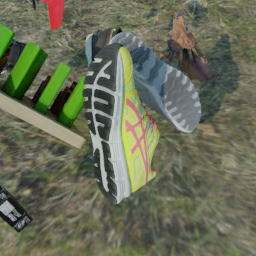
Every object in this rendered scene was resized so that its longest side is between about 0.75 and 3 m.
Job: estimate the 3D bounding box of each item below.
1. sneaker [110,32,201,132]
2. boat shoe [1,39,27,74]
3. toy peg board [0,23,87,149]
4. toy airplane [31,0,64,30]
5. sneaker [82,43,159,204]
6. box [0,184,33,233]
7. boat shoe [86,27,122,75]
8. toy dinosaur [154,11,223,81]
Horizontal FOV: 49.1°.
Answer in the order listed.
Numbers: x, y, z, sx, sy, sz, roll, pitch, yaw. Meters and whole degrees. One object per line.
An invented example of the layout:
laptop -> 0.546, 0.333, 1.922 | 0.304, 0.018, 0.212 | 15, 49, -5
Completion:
sneaker -> 0.459, -0.755, 5.026 | 2.105, 0.863, 0.786 | 47, 69, -7
boat shoe -> -3.199, -1.855, 7.075 | 2.562, 0.956, 0.797 | 15, 2, 39
toy peg board -> -1.721, -0.817, 5.133 | 1.086, 2.221, 2.211 | -59, 22, -1
toy airplane -> -1.274, -2.886, 5.851 | 1.752, 0.322, 1.752 | -6, 69, 15
sneaker -> -0.013, -0.080, 4.112 | 1.024, 2.267, 0.886 | -14, 24, -30
box -> -2.308, 1.506, 5.371 | 0.360, 0.837, 0.685 | -43, 42, -22
boat shoe -> -0.386, -1.035, 6.096 | 0.783, 0.928, 2.602 | -14, 71, 23
toy dinosaur -> 1.630, -1.744, 7.164 | 0.996, 2.320, 1.572 | -51, 19, 7
